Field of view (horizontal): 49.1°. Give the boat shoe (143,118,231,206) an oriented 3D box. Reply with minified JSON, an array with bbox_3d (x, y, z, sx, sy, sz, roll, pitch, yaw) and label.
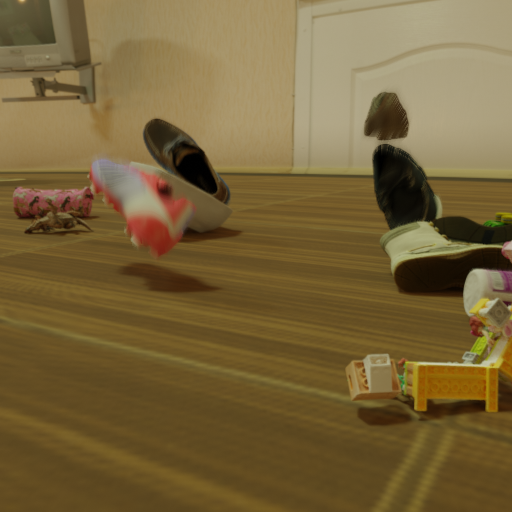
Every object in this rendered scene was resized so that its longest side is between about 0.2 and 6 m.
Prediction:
[{"bbox_3d":[-1.655,-2.329,13.305,2.911,1.052,1.054,45,-8,10],"label":"boat shoe"}]

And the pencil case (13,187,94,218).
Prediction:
[{"bbox_3d":[-5.758,-1.530,15.947,2.157,0.933,0.893,1,-15,4],"label":"pencil case"}]

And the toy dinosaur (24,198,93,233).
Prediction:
[{"bbox_3d":[-4.660,-0.831,13.332,1.478,0.634,1.002,9,-22,-31],"label":"toy dinosaur"}]

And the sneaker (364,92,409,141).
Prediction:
[{"bbox_3d":[2.563,-2.760,10.921,0.790,0.847,2.242,-5,16,3],"label":"sneaker"}]

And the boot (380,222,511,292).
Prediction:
[{"bbox_3d":[2.949,-0.038,8.473,1.974,0.711,1.526,-3,21,4],"label":"boot"}]

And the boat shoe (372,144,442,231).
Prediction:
[{"bbox_3d":[3.036,-1.467,11.910,1.224,1.086,3.275,-35,27,31],"label":"boat shoe"}]

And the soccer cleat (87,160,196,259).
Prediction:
[{"bbox_3d":[-1.866,-0.979,8.998,0.894,1.025,2.680,44,1,-46],"label":"soccer cleat"}]

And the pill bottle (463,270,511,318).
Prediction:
[{"bbox_3d":[3.028,0.486,6.511,1.056,0.593,0.593,5,12,2],"label":"pill bottle"}]

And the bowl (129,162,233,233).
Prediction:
[{"bbox_3d":[-1.949,-1.313,13.365,2.298,0.858,2.294,26,-1,-34],"label":"bowl"}]

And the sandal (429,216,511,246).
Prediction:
[{"bbox_3d":[3.642,-0.108,9.005,2.390,0.652,0.977,3,53,47],"label":"sandal"}]

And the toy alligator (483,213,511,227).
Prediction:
[{"bbox_3d":[4.893,-0.450,11.086,0.612,0.669,2.255,2,12,9],"label":"toy alligator"}]

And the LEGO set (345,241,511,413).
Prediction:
[{"bbox_3d":[1.715,0.782,4.815,2.176,1.001,0.810,-32,3,-12],"label":"LEGO set"}]
